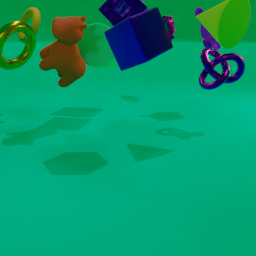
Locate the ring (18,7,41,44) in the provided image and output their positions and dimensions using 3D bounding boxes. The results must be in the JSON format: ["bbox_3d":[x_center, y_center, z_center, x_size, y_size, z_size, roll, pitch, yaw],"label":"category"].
[{"bbox_3d":[-3.395,-3.506,9.591,1.252,1.252,0.250,19,3,44],"label":"ring"}]

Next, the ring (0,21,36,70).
[{"bbox_3d":[-3.274,-2.365,8.099,0.299,1.494,1.494,35,30,15],"label":"ring"}]

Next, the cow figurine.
[{"bbox_3d":[-1.536,-2.030,7.410,1.709,1.737,0.954,-26,49,16],"label":"cow figurine"}]

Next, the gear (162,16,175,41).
[{"bbox_3d":[1.578,-4.062,11.867,0.239,1.293,1.293,-3,19,-20],"label":"gear"}]

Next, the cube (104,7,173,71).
[{"bbox_3d":[0.218,-1.785,5.686,0.862,0.862,0.862,-35,18,-34],"label":"cube"}]

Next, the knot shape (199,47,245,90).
[{"bbox_3d":[2.595,-1.643,7.735,1.205,1.288,0.595,2,-10,10],"label":"knot shape"}]

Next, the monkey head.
[{"bbox_3d":[2.730,-3.100,9.191,1.227,1.706,1.028,-46,31,-4],"label":"monkey head"}]

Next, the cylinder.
[{"bbox_3d":[-0.794,-2.436,8.523,1.221,1.221,1.221,3,9,9],"label":"cylinder"}]

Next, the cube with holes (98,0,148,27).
[{"bbox_3d":[-0.074,-3.896,9.587,1.164,1.164,1.164,47,10,5],"label":"cube with holes"}]

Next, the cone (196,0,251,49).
[{"bbox_3d":[1.945,-2.449,6.319,1.088,1.088,1.092,-14,32,-35],"label":"cone"}]
